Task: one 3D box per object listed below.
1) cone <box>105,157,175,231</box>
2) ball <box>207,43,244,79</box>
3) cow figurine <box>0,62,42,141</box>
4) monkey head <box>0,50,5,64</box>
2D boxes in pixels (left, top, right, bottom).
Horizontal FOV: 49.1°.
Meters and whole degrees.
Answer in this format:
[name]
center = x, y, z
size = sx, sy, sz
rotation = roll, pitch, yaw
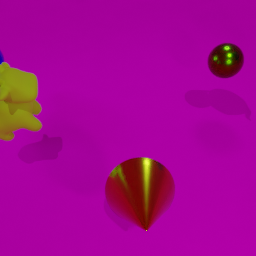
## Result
[cone]
center = 0.182, 0.977, 3.431
size = 0.980, 0.980, 0.984
rotation = -1, 13, -1
[ball]
center = 2.355, -1.623, 6.767
size = 0.842, 0.842, 0.842
rotation = 0, 43, 0
[cow figurine]
center = -1.984, -0.394, 4.617
size = 1.345, 1.324, 0.739
rotation = -20, 58, 13
[monkey head]
center = -3.575, -1.644, 6.776
size = 1.040, 0.871, 1.446
rotation = -31, 60, -3
